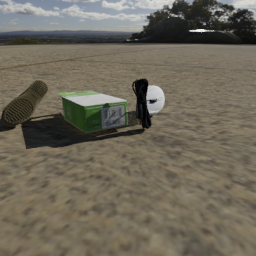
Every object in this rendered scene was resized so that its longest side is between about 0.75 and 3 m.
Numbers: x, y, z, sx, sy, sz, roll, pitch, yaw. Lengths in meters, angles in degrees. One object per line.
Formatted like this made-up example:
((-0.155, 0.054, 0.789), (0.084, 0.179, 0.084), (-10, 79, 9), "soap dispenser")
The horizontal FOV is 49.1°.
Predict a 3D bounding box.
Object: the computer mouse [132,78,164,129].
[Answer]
((0.744, -0.873, 8.570), (0.558, 1.395, 2.545), (-5, 11, 18), "computer mouse")

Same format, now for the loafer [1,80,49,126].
((-3.096, -0.693, 8.441), (0.632, 0.713, 1.874), (-27, 23, 47), "loafer")

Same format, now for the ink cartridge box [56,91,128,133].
((-1.173, -0.587, 8.411), (1.293, 0.739, 2.491), (-10, 19, -29), "ink cartridge box")
